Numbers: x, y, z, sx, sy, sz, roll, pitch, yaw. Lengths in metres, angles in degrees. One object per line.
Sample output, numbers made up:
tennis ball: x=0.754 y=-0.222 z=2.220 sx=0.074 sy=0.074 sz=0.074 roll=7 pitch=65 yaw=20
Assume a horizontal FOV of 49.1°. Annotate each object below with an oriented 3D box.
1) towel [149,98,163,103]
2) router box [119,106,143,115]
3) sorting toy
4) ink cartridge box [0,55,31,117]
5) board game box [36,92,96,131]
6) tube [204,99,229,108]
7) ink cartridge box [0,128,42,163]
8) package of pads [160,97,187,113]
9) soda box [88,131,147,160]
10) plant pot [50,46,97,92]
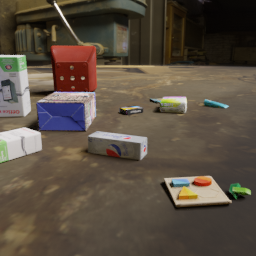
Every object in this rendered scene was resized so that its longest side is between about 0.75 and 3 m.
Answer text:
towel: x=1.796 y=-1.440 z=14.542 sx=1.153 sy=0.125 sz=0.845 roll=-7 pitch=18 yaw=-24
router box: x=0.140 y=-0.760 z=11.938 sx=0.842 sy=0.215 sz=0.628 roll=-10 pitch=19 yaw=-33
sorting toy: x=1.482 y=1.114 z=5.264 sx=1.440 sy=0.212 sz=1.065 roll=-2 pitch=16 yaw=-6
ink cartridge box: x=-4.955 y=-1.657 z=11.174 sx=1.737 sy=2.380 sz=1.000 roll=-1 pitch=19 yaw=-4
board game box: x=-2.119 y=-0.640 z=10.057 sx=1.627 sy=0.988 sz=2.041 roll=1 pitch=16 yaw=2
tube: x=4.120 y=-1.100 z=13.131 sx=1.111 sy=0.280 sz=0.430 roll=18 pitch=31 yaw=35
ink cartridge box: x=-2.982 y=0.411 z=7.210 sx=0.885 sy=0.511 sz=1.217 roll=13 pitch=20 yaw=39
package of pads: x=2.044 y=-1.041 z=12.422 sx=1.138 sy=0.502 sz=1.473 roll=2 pitch=17 yaw=12
soda box: x=-0.277 y=0.439 z=7.190 sx=1.487 sy=0.472 sz=0.508 roll=6 pitch=17 yaw=21
plant pot: x=-3.304 y=-3.329 z=16.976 sx=2.810 sy=2.813 sz=2.479 roll=-2 pitch=26 yaw=-7
